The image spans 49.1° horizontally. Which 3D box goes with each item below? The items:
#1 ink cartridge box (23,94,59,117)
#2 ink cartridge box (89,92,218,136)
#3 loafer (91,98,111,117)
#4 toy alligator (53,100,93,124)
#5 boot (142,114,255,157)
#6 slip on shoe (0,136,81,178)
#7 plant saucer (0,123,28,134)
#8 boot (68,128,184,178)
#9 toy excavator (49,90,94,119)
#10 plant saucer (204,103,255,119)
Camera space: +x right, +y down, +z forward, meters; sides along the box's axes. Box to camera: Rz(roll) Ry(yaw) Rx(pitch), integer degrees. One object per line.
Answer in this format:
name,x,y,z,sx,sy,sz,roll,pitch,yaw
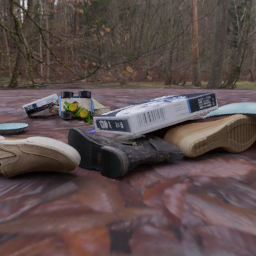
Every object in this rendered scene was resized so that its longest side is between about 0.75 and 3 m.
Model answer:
ink cartridge box,-4.468,-1.128,14.494,1.731,0.379,1.748,-25,1,-16
ink cartridge box,0.544,-0.432,8.151,2.838,0.622,2.865,-17,9,-29
loafer,-1.965,-1.130,15.051,2.698,0.921,1.021,10,14,43
toy alligator,-1.398,-0.505,7.341,1.281,0.308,0.425,30,-16,12
boot,1.981,-0.009,8.161,2.945,1.065,2.450,-11,18,-27
slip on shoe,-2.279,0.660,5.724,2.581,0.981,0.782,9,51,5
plant saucer,-4.411,0.040,10.456,1.313,0.253,1.313,0,9,0
boot,-0.112,0.490,6.743,2.327,0.806,2.026,23,22,40
toy excavator,-3.012,-1.051,14.539,2.574,1.322,2.647,-1,-3,-3
plant saucer,3.664,-0.290,8.579,2.815,0.542,2.815,8,-11,1
